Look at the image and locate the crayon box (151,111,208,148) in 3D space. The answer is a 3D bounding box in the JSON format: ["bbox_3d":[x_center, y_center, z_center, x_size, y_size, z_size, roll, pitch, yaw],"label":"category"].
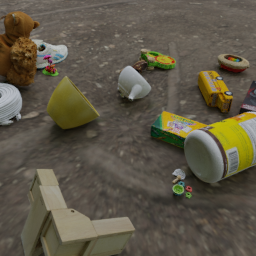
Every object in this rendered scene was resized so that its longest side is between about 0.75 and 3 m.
[{"bbox_3d":[1.737,0.102,9.510,1.691,0.492,1.004,20,43,23],"label":"crayon box"}]

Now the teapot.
[{"bbox_3d":[0.106,-1.673,11.228,1.092,1.495,1.476,-45,72,5],"label":"teapot"}]

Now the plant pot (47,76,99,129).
[{"bbox_3d":[-2.054,-0.716,9.762,1.272,1.792,1.792,-39,47,-1],"label":"plant pot"}]

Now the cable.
[{"bbox_3d":[-5.144,-0.923,10.557,2.169,0.751,2.169,-8,40,-10],"label":"cable"}]

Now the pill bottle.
[{"bbox_3d":[3.205,0.451,8.254,2.840,1.551,1.551,-17,42,-21],"label":"pill bottle"}]

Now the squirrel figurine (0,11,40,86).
[{"bbox_3d":[-4.530,-3.312,11.633,2.842,2.652,2.011,41,17,24],"label":"squirrel figurine"}]

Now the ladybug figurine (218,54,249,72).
[{"bbox_3d":[4.981,-3.050,13.310,1.533,0.551,1.040,30,48,31],"label":"ladybug figurine"}]

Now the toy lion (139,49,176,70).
[{"bbox_3d":[1.516,-3.357,13.800,1.542,0.552,1.609,-6,39,-18],"label":"toy lion"}]

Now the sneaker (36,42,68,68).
[{"bbox_3d":[-3.848,-3.752,13.838,0.910,0.961,2.379,18,38,22],"label":"sneaker"}]

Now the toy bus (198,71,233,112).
[{"bbox_3d":[3.496,-1.508,11.309,0.847,0.704,2.163,-2,39,-2],"label":"toy bus"}]

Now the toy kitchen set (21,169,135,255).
[{"bbox_3d":[-1.341,2.270,6.623,1.827,1.652,2.025,8,30,-38],"label":"toy kitchen set"}]

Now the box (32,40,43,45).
[{"bbox_3d":[-4.967,-4.043,14.539,0.641,0.533,1.560,7,39,9],"label":"box"}]

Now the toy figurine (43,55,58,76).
[{"bbox_3d":[-3.625,-2.940,12.965,0.678,0.831,0.903,-31,49,-32],"label":"toy figurine"}]

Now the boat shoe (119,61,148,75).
[{"bbox_3d":[0.358,-2.622,12.830,1.518,0.534,0.534,-31,43,-22],"label":"boat shoe"}]

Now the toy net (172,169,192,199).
[{"bbox_3d":[1.545,1.523,8.016,0.558,0.205,1.063,4,39,5],"label":"toy net"}]

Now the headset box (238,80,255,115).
[{"bbox_3d":[5.036,-0.619,10.063,1.776,0.921,2.386,20,42,23],"label":"headset box"}]
